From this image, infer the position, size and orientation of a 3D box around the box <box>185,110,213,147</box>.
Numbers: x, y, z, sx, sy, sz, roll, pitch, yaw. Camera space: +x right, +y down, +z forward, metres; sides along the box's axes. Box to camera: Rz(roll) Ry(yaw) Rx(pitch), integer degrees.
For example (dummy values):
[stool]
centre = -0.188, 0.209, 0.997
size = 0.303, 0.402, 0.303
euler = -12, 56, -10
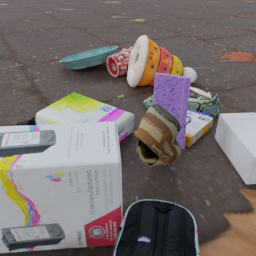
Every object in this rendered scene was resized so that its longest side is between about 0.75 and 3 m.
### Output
[box]
centre = 1.672, -0.067, 7.712
size = 0.905, 0.315, 1.520
euler = 23, 35, 33

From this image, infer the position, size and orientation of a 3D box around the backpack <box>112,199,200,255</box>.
[backpack]
centre = 0.410, 1.704, 3.989
size = 1.172, 0.994, 1.320
euler = 8, 38, 6

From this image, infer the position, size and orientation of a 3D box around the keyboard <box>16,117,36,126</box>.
[keyboard]
centre = -2.544, 0.066, 7.375
size = 1.114, 0.424, 2.140
euler = 17, 33, 26

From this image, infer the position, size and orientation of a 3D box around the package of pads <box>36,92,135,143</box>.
[package of pads]
centre = -1.122, -0.105, 7.267
size = 2.097, 0.715, 1.620
euler = 20, 36, 23

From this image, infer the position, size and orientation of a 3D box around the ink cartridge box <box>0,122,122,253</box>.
[ink cartridge box]
centre = -1.369, 0.964, 4.388
size = 2.526, 1.864, 1.081
euler = -4, 34, -6

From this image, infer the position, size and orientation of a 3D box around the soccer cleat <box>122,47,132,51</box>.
[soccer cleat]
centre = -0.263, -3.330, 12.942
size = 0.542, 0.606, 1.563
euler = 19, 36, 29

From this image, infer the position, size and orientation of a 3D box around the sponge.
[sponge]
centre = 1.001, -0.425, 6.773
size = 0.256, 1.718, 0.958
euler = -9, 19, -39

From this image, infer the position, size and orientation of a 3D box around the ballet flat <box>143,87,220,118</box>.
[ballet flat]
centre = 1.646, -0.921, 8.663
size = 2.361, 0.877, 0.877
euler = 8, 31, 14

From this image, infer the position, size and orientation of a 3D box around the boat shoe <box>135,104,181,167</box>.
[boat shoe]
centre = 0.496, 0.327, 5.411
size = 0.801, 2.117, 0.782
euler = 37, 77, 25

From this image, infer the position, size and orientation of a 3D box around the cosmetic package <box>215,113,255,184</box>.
[cosmetic package]
centre = 2.832, 0.386, 6.440
size = 0.999, 0.788, 1.856
euler = -1, 31, -4

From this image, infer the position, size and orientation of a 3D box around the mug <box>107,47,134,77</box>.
[mug]
centre = -0.011, -2.653, 11.679
size = 1.645, 1.460, 1.097
euler = -24, 74, -28

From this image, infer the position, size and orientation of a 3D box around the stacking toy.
[stacking toy]
centre = 1.374, -2.222, 10.389
size = 2.573, 1.880, 1.880
euler = 10, 28, -14

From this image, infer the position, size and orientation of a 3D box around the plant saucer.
[plant saucer]
centre = -1.635, -2.990, 12.072
size = 2.583, 0.464, 2.583
euler = -12, 22, 5
